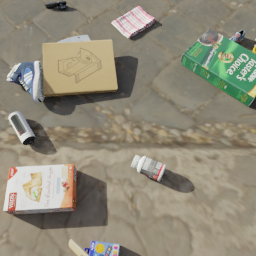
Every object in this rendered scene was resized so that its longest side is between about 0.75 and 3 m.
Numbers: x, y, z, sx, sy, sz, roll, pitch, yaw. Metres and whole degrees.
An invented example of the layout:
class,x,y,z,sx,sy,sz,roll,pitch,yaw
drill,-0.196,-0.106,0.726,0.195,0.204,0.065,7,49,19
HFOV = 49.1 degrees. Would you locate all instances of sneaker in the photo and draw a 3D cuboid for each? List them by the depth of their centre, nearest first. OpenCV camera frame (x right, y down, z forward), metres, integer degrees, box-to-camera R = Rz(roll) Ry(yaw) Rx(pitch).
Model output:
class,x,y,z,sx,sy,sz,roll,pitch,yaw
sneaker,-3.383,-1.449,9.189,1.162,0.639,1.587,-10,67,5
sneaker,3.898,-3.285,10.188,0.927,0.443,0.368,-39,69,-18

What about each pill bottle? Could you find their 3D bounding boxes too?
class,x,y,z,sx,sy,sz,roll,pitch,yaw
pill bottle,0.571,1.098,7.867,0.904,0.501,0.501,23,65,11

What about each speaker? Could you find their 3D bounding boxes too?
class,x,y,z,sx,sy,sz,roll,pitch,yaw
speaker,-3.204,0.009,8.483,0.428,0.428,1.055,-31,67,-15

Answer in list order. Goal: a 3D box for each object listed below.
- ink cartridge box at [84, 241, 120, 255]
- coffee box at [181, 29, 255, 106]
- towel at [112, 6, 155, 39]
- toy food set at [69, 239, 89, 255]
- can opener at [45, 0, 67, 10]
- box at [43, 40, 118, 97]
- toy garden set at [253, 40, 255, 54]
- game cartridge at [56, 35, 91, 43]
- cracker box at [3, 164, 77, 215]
class,x,y,z,sx,sy,sz,roll,pitch,yaw
ink cartridge box,-0.657,3.133,6.917,0.854,0.326,0.583,5,62,4
coffee box,3.398,-2.125,9.487,2.746,0.604,1.688,39,69,18
towel,0.210,-4.087,10.741,1.424,0.213,1.042,-37,68,-17
toy food set,-1.183,3.533,6.424,0.963,0.534,1.636,18,82,33
can opener,-2.866,-4.892,11.122,0.883,0.280,0.347,-2,63,-1
box,-1.628,-2.047,9.411,2.393,0.255,1.956,-5,72,-6
toy garden set,5.173,-2.967,10.091,1.339,0.320,1.606,15,63,7
game cartridge,-2.040,-2.704,9.972,1.684,0.341,1.123,-22,68,-11
cracker box,-2.320,1.648,7.573,1.778,0.513,1.191,-4,62,-1
